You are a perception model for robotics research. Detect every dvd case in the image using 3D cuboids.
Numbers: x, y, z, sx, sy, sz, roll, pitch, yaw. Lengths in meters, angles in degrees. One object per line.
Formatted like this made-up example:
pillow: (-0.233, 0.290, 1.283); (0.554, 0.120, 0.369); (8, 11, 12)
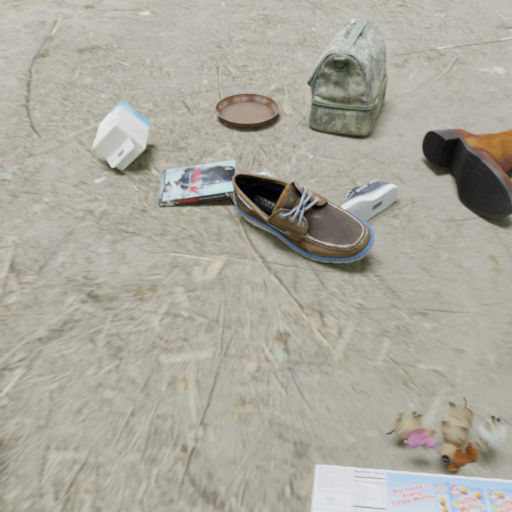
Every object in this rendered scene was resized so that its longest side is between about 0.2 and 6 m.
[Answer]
dvd case: (-1.213, -1.529, 11.760); (1.632, 0.180, 1.192); (-8, 42, 5)

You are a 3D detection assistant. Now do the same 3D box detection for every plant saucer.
plant saucer: (-0.230, -3.659, 14.247); (1.628, 0.280, 1.628); (-1, 41, 1)

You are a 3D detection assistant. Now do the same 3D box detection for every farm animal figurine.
farm animal figurine: (2.402, 2.276, 7.114); (1.090, 0.575, 1.102); (-30, 37, -29)

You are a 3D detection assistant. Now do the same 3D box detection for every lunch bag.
lunch bag: (2.302, -4.437, 13.748); (1.728, 2.081, 2.481); (14, 43, 15)

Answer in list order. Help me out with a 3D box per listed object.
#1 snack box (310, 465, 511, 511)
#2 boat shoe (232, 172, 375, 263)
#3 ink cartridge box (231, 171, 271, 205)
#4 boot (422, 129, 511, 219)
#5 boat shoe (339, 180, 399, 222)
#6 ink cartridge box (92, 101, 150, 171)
snack box: (1.946, 2.943, 6.413); (2.602, 0.316, 0.935); (1, 27, 11)
boat shoe: (0.700, -0.745, 10.153); (2.962, 1.072, 1.070); (21, 75, 30)
ink cartridge box: (-0.055, -1.364, 11.698); (0.985, 0.216, 0.995); (-13, 43, -14)
boot: (5.578, -1.880, 12.003); (3.105, 1.063, 2.924); (-6, 34, -17)
boat shoe: (2.060, -1.090, 11.090); (1.767, 0.634, 0.599); (-29, 49, -31)
ink cartridge box: (-2.984, -2.626, 12.414); (0.849, 0.827, 1.321); (-38, 33, 25)
